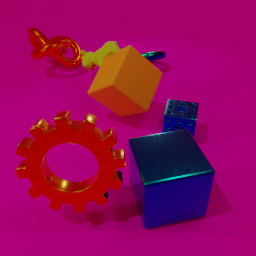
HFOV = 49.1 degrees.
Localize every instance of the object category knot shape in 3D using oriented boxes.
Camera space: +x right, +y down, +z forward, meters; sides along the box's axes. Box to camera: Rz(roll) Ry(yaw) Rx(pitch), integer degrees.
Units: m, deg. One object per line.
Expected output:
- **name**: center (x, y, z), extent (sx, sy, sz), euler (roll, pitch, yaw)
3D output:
- **knot shape**: center (-2.631, -2.757, 9.700), extent (2.065, 0.954, 1.932), euler (17, 18, -7)

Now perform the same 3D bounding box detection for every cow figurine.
- **cow figurine**: center (-0.872, -2.341, 9.063), extent (1.303, 1.324, 0.727), euler (51, 17, 28)

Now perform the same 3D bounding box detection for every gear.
- **gear**: center (-0.892, 0.570, 4.470), extent (1.675, 1.675, 0.310), euler (-1, 23, -1)

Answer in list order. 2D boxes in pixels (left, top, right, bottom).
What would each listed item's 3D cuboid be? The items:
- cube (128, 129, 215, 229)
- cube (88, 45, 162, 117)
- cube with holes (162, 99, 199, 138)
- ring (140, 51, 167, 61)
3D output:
- **cube**: center (0.709, 0.894, 5.088), extent (1.178, 1.178, 1.178), euler (-9, 38, -9)
- **cube**: center (-0.074, -1.137, 7.148), extent (1.186, 1.186, 1.186), euler (-8, 54, 54)
- **cube with holes**: center (1.280, -0.156, 6.871), extent (0.756, 0.756, 0.756), euler (9, 38, 12)
- **ring**: center (0.726, -2.544, 10.049), extent (1.327, 0.265, 1.327), euler (-7, 10, 1)
